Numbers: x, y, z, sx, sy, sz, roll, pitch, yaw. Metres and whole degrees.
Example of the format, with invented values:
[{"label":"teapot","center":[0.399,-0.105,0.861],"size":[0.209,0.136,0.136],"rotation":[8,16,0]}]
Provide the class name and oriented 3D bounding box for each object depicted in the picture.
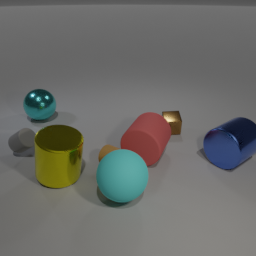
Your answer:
[{"label":"cylinder","center":[-0.486,0.965,9.134],"size":[0.700,0.700,0.700],"rotation":[18,32,34]},{"label":"cylinder","center":[-3.633,0.435,9.662],"size":[0.700,0.700,0.700],"rotation":[-25,12,34]},{"label":"ball","center":[-0.153,1.276,7.535],"size":[1.400,1.400,1.400],"rotation":[0,27,0]},{"label":"ball","center":[-3.875,-1.025,12.334],"size":[1.400,1.400,1.400],"rotation":[0,27,0]},{"label":"cylinder","center":[3.501,0.484,9.379],"size":[1.400,1.400,1.400],"rotation":[-21,34,-35]},{"label":"cylinder","center":[-2.094,0.838,8.489],"size":[1.400,1.400,1.400],"rotation":[8,32,-5]},{"label":"cylinder","center":[0.637,0.357,9.572],"size":[1.400,1.400,1.400],"rotation":[10,30,19]},{"label":"cube","center":[1.757,-0.209,11.338],"size":[0.700,0.700,0.700],"rotation":[-3,41,-1]}]
